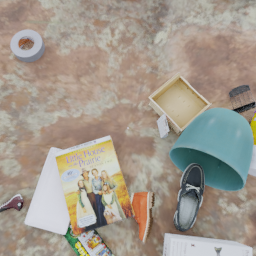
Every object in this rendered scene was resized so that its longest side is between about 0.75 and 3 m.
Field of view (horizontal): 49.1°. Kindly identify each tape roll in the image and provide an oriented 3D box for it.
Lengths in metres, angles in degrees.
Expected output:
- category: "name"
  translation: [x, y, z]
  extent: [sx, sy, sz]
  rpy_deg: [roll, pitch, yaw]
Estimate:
- category: "tape roll"
  translation: [-3.691, -3.023, 10.330]
  extent: [1.158, 0.382, 1.158]
  rpy_deg: [0, 73, 0]

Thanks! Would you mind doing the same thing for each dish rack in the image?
- category: "dish rack"
  translation: [3.816, -1.001, 9.449]
  extent: [0.795, 0.283, 1.037]
  rpy_deg: [-22, 57, 29]

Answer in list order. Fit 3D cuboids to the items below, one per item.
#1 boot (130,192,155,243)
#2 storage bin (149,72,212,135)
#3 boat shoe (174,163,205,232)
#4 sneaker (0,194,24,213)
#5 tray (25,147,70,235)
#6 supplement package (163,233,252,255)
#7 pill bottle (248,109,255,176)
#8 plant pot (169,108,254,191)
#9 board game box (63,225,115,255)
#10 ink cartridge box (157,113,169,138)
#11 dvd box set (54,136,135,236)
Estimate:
- category: "boot"
  translation: [0.371, 2.703, 8.606]
  extent: [0.801, 0.560, 1.493]
  rpy_deg: [1, 74, 15]
- category: "storage bin"
  translation: [1.762, -0.842, 9.503]
  extent: [1.538, 0.726, 1.549]
  rpy_deg: [-41, 77, -10]
- category: "boat shoe"
  translation: [1.937, 2.106, 8.589]
  extent: [0.807, 0.644, 2.136]
  rpy_deg: [11, 78, 6]
- category: "sneaker"
  translation: [-3.616, 2.477, 8.737]
  extent: [0.830, 0.314, 0.480]
  rpy_deg: [-38, 80, -11]
- category: "tray"
  translation: [-2.203, 1.947, 8.887]
  extent: [1.335, 0.276, 2.486]
  rpy_deg: [14, 73, 5]
- category: "supplement package"
  translation: [2.135, 3.776, 7.831]
  extent: [2.202, 1.292, 1.287]
  rpy_deg: [6, 73, 2]
- category: "pill bottle"
  translation: [4.358, 0.429, 8.903]
  extent: [1.138, 1.138, 2.183]
  rpy_deg: [23, 74, 7]
- category: "plant pot"
  translation: [2.644, 0.501, 8.398]
  extent: [2.263, 2.263, 1.816]
  rpy_deg: [29, 68, 8]
- category: "board game box"
  translation: [-1.179, 3.562, 8.478]
  extent: [0.874, 0.196, 1.668]
  rpy_deg: [-39, 77, -9]
- category: "ink cartridge box"
  translation: [1.218, -0.078, 9.234]
  extent: [0.189, 0.798, 0.639]
  rpy_deg: [-7, 73, -16]
- category: "dvd box set"
  translation: [-1.047, 1.708, 8.591]
  extent: [1.892, 0.380, 2.587]
  rpy_deg: [-17, 73, -2]
